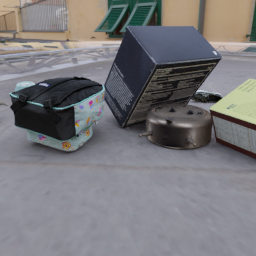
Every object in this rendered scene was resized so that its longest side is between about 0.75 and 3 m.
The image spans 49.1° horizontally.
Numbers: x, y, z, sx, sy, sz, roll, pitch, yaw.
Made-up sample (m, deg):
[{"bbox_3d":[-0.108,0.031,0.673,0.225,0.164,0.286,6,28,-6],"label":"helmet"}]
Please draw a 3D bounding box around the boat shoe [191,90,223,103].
[{"bbox_3d":[2.962,-1.168,10.546,1.237,0.425,0.350,2,21,-1],"label":"boat shoe"}]

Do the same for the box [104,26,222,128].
[{"bbox_3d":[0.861,-1.490,7.985,2.446,2.427,1.508,-14,61,-34],"label":"box"}]

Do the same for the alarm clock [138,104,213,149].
[{"bbox_3d":[1.420,-0.202,7.504,1.701,0.839,2.522,9,19,23],"label":"alarm clock"}]

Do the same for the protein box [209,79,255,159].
[{"bbox_3d":[3.032,-0.216,6.445,1.527,1.038,1.538,-34,34,-19],"label":"protein box"}]

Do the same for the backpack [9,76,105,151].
[{"bbox_3d":[-1.555,-0.462,6.974,1.809,1.578,2.058,11,34,23],"label":"backpack"}]

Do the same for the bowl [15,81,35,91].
[{"bbox_3d":[-4.192,-1.607,11.542,1.014,0.530,1.014,1,21,0],"label":"bowl"}]

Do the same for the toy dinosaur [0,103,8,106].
[{"bbox_3d":[-4.502,-0.363,8.319,1.800,0.693,0.920,-2,32,-22],"label":"toy dinosaur"}]
